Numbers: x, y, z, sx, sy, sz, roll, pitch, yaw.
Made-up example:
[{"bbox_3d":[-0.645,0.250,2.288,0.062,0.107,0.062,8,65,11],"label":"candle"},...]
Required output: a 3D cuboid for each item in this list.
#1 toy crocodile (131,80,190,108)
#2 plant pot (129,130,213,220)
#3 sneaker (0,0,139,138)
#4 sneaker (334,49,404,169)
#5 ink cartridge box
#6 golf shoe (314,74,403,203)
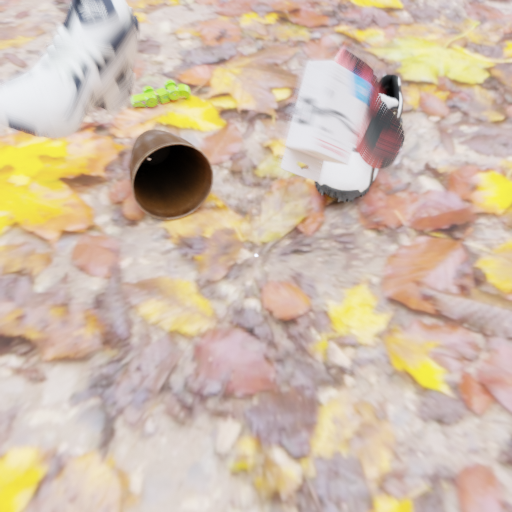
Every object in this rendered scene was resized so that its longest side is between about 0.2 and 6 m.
[{"bbox_3d":[-2.216,-3.711,13.035,1.397,0.431,0.471,-19,52,-10],"label":"toy crocodile"},{"bbox_3d":[-1.812,-1.757,10.748,1.530,1.530,1.637,-18,39,-15],"label":"plant pot"},{"bbox_3d":[-2.637,-3.003,8.164,1.207,1.968,3.024,29,32,12],"label":"sneaker"},{"bbox_3d":[1.487,-2.056,8.560,0.864,1.017,2.345,17,47,-33],"label":"sneaker"},{"bbox_3d":[0.900,-1.699,7.279,0.814,1.405,0.469,10,6,-43],"label":"ink cartridge box"},{"bbox_3d":[2.073,-2.444,11.192,1.247,1.515,3.207,20,54,16],"label":"golf shoe"}]
